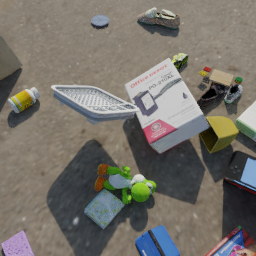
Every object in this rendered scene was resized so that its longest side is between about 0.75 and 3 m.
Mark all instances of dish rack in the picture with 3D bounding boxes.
[{"bbox_3d":[-1.070,-0.746,8.885,2.422,0.527,2.079,31,25,34],"label":"dish rack"}]

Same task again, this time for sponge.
[{"bbox_3d":[-3.056,3.616,7.924,0.672,0.180,1.204,-28,60,-18],"label":"sponge"}]

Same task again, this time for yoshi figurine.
[{"bbox_3d":[-0.071,1.770,8.725,1.894,1.065,1.061,13,59,4],"label":"yoshi figurine"}]

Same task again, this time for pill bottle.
[{"bbox_3d":[-4.038,-1.123,10.973,1.112,0.627,0.627,-37,63,-23],"label":"pill bottle"}]

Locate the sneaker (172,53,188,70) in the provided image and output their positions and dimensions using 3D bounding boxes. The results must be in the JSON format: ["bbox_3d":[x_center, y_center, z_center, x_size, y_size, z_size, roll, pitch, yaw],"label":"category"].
[{"bbox_3d":[2.144,-2.919,12.381,0.485,0.479,1.270,31,50,28],"label":"sneaker"}]

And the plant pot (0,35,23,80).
[{"bbox_3d":[-6.011,-2.947,11.588,1.956,1.954,1.732,30,72,19],"label":"plant pot"}]

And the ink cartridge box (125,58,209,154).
[{"bbox_3d":[1.299,-0.818,9.996,1.989,1.159,2.748,-30,56,13],"label":"ink cartridge box"}]

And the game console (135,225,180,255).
[{"bbox_3d":[0.846,3.460,8.088,0.846,0.587,0.992,-40,58,11],"label":"game console"}]

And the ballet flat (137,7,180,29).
[{"bbox_3d":[1.547,-5.615,14.039,2.251,0.757,0.766,14,56,10],"label":"ballet flat"}]

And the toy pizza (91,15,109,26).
[{"bbox_3d":[-1.411,-5.457,14.302,0.928,0.147,0.928,0,56,1],"label":"toy pizza"}]

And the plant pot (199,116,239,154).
[{"bbox_3d":[3.267,0.168,9.908,0.998,0.969,0.976,-12,56,-15],"label":"plant pot"}]

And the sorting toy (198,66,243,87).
[{"bbox_3d":[3.827,-2.041,11.746,1.768,0.299,0.852,23,48,14],"label":"sorting toy"}]

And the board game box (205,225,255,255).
[{"bbox_3d":[2.555,4.115,7.519,2.919,0.284,1.502,-31,62,-20],"label":"board game box"}]

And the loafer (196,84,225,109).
[{"bbox_3d":[3.378,-1.348,11.203,1.586,0.499,0.570,-36,62,-22],"label":"loafer"}]

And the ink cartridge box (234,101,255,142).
[{"bbox_3d":[5.134,-0.325,10.517,1.438,0.474,1.976,39,60,23],"label":"ink cartridge box"}]

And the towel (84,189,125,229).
[{"bbox_3d":[-0.742,2.488,8.690,0.860,0.242,1.005,36,62,19],"label":"towel"}]

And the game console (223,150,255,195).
[{"bbox_3d":[4.292,1.581,8.634,2.285,1.356,1.969,24,59,15],"label":"game console"}]

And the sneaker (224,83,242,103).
[{"bbox_3d":[4.330,-1.545,11.177,0.428,0.770,1.101,33,61,21],"label":"sneaker"}]
